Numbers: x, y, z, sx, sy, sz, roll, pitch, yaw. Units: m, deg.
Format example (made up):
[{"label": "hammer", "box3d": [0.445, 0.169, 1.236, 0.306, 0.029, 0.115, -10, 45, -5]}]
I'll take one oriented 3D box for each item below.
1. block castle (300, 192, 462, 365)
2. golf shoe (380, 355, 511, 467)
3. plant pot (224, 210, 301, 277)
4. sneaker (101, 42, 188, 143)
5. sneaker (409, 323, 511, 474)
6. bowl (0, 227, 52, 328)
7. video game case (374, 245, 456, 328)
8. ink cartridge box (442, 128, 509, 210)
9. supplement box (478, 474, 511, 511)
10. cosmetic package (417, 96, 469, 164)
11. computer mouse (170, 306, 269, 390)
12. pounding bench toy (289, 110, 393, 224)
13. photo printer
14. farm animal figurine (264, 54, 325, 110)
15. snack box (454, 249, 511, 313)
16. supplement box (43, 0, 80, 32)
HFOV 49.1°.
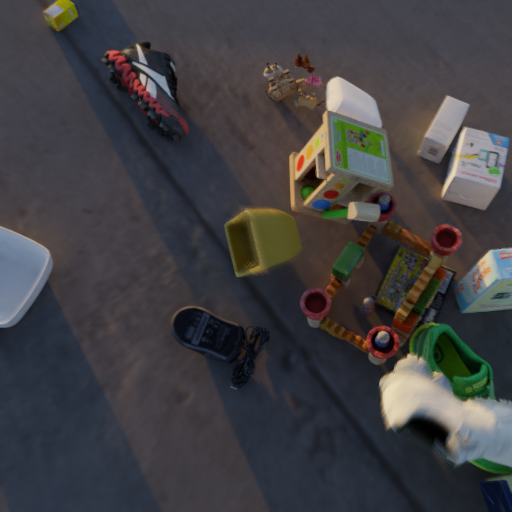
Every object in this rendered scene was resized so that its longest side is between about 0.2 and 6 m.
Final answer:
[{"label": "block castle", "box3d": [2.229, 0.373, 9.939, 1.864, 1.308, 2.789, 31, 71, 18]}, {"label": "golf shoe", "box3d": [3.101, 2.669, 8.205, 2.804, 1.098, 1.363, 23, 32, 3]}, {"label": "plant pot", "box3d": [0.191, -0.277, 10.318, 1.074, 1.050, 1.043, -9, 82, -29]}, {"label": "sneaker", "box3d": [-2.105, -3.603, 11.974, 1.341, 0.970, 2.744, -34, 69, -12]}, {"label": "sneaker", "box3d": [3.451, 2.337, 9.256, 0.998, 1.126, 2.695, -27, 73, -10]}, {"label": "bowl", "box3d": [-4.764, 0.434, 10.393, 1.711, 0.639, 1.713, 22, 67, 10]}, {"label": "video game case", "box3d": [2.972, 0.608, 10.570, 1.206, 0.170, 1.335, 26, 70, 11]}, {"label": "ink cartridge box", "box3d": [4.369, -1.725, 11.191, 0.898, 0.894, 1.224, 16, 67, 9]}, {"label": "supplement box", "box3d": [4.206, 3.746, 8.741, 0.977, 0.978, 0.656, -12, 68, -5]}, {"label": "cosmetic package", "box3d": [3.921, -2.636, 11.730, 0.522, 0.662, 1.231, 26, 67, 13]}, {"label": "computer mouse", "box3d": [-0.745, 1.531, 10.058, 1.732, 0.457, 1.199, 27, 69, 0]}, {"label": "pounding bench toy", "box3d": [1.501, -1.230, 10.408, 1.304, 1.637, 2.099, 13, 59, -21]}, {"label": "photo printer", "box3d": [1.999, -2.998, 11.512, 1.144, 0.477, 1.375, 25, 38, -19]}, {"label": "farm animal figurine", "box3d": [0.832, -3.661, 12.218, 1.269, 0.669, 1.283, -8, 67, 12]}, {"label": "snack box", "box3d": [5.321, 0.353, 9.774, 3.138, 1.823, 0.582, -5, 67, -3]}, {"label": "supplement box", "box3d": [-4.602, -5.724, 13.237, 0.384, 0.386, 0.705, 36, 70, 15]}]
